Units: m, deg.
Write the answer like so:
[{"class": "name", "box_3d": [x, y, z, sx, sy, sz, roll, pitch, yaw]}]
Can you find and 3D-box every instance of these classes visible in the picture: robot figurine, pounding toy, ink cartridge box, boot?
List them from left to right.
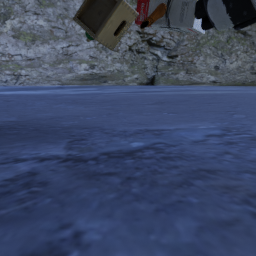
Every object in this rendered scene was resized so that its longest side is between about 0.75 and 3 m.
[{"class": "pounding toy", "box_3d": [-0.745, -3.133, 8.343, 1.524, 1.656, 1.177, 48, 18, 30]}, {"class": "boot", "box_3d": [0.791, -3.569, 8.968, 0.925, 0.355, 0.718, -28, 13, 46]}, {"class": "ink cartridge box", "box_3d": [1.598, -3.991, 10.007, 2.209, 0.925, 1.594, 15, 16, 27]}, {"class": "robot figurine", "box_3d": [1.850, -2.233, 4.872, 1.342, 0.837, 1.008, -15, -4, 37]}]
